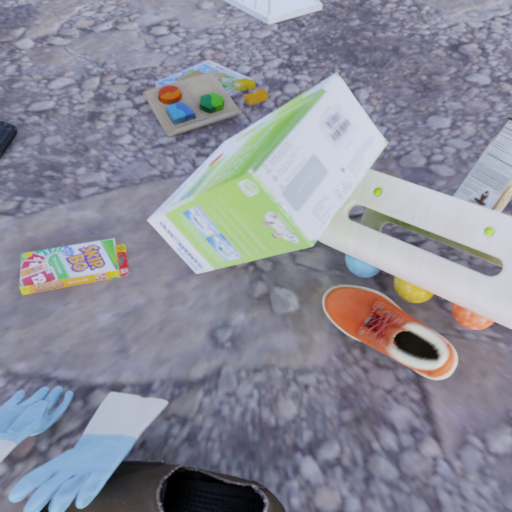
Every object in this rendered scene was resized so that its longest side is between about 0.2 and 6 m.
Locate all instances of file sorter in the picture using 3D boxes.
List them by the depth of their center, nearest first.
[{"bbox_3d":[0.320,-8.008,15.826,1.910,1.714,2.752,-26,49,-25],"label":"file sorter"}]

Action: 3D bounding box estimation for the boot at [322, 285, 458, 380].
[{"bbox_3d":[1.544,0.838,6.800,1.839,0.986,0.690,28,90,26],"label":"boot"}]

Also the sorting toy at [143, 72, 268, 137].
[{"bbox_3d":[-1.030,-3.351,11.684,2.316,0.310,1.725,-22,53,-15],"label":"sorting toy"}]

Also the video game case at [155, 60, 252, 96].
[{"bbox_3d":[-1.155,-3.853,12.528,1.488,0.180,1.634,33,53,30],"label":"video game case"}]

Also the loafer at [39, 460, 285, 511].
[{"bbox_3d":[-0.959,2.344,5.431,2.556,0.912,0.933,2,43,2],"label":"loafer"}]

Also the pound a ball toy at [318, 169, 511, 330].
[{"bbox_3d":[2.705,0.125,7.593,3.342,1.420,2.179,28,6,35],"label":"pound a ball toy"}]

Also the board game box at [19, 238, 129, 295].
[{"bbox_3d":[-2.688,0.132,8.313,1.522,0.228,0.727,-9,45,-13],"label":"board game box"}]

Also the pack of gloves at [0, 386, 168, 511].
[{"bbox_3d":[-2.139,2.011,5.768,1.801,0.423,2.144,5,12,11],"label":"pack of gloves"}]

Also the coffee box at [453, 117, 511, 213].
[{"bbox_3d":[3.581,-1.177,8.308,0.588,1.475,0.844,37,10,25],"label":"coffee box"}]

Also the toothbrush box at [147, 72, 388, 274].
[{"bbox_3d":[0.056,-0.953,7.453,1.980,1.170,2.719,-51,19,-28],"label":"toothbrush box"}]

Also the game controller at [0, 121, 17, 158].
[{"bbox_3d":[-5.178,-1.929,10.438,0.958,0.387,1.837,-9,42,12],"label":"game controller"}]
